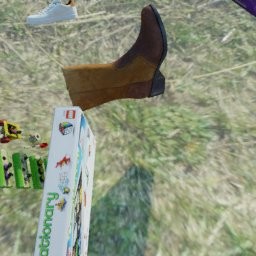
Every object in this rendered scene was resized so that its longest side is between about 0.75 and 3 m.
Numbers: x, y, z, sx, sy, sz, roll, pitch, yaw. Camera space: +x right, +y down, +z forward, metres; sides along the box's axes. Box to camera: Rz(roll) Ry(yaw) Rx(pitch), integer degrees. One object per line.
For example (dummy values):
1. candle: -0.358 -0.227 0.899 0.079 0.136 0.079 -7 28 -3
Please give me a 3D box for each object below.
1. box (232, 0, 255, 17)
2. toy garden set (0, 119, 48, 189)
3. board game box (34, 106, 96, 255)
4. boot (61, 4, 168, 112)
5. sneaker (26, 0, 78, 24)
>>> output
1. box: 3.089 -3.730 6.490 0.987 1.766 2.502 -18 41 4
2. toy garden set: -1.822 0.514 5.281 0.295 1.480 1.234 -24 69 20
3. board game box: -0.773 0.941 3.788 0.366 1.335 2.115 1 68 3
4. boot: -0.288 -1.281 5.342 1.964 1.849 0.672 -11 42 -11
5. sneaker: -2.117 -3.215 7.665 1.426 0.604 0.519 -23 36 -25
